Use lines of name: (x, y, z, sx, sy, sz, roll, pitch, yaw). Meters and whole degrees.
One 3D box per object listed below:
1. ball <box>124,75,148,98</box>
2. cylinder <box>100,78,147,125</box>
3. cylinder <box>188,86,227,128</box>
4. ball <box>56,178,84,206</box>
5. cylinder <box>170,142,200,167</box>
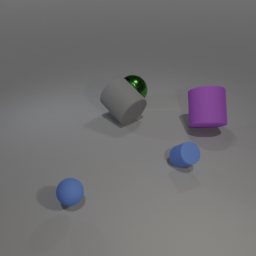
ball: (0.219, -1.787, 13.178, 1.400, 1.400, 1.400, 0, 29, 0)
cylinder: (-0.193, -1.086, 11.475, 1.400, 1.400, 1.400, -25, 62, -37)
cylinder: (3.028, -0.772, 10.708, 1.400, 1.400, 1.400, -1, -7, 0)
ball: (-1.483, 1.632, 7.168, 0.700, 0.700, 0.700, 0, 29, 0)
cylinder: (1.765, 0.832, 8.736, 0.700, 0.700, 0.700, -15, -7, -25)
